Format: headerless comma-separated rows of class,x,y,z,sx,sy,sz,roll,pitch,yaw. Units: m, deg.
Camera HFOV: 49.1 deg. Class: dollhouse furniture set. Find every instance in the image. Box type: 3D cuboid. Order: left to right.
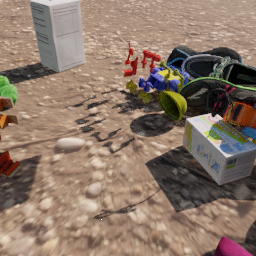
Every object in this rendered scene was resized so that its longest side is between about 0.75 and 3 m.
dollhouse furniture set,-2.784,0.256,5.720,0.781,1.500,1.517,8,35,17

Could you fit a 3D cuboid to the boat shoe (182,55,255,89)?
boat shoe,3.066,-1.761,8.988,2.803,1.035,0.957,22,9,17

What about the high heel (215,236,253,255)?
high heel,2.147,2.047,3.806,1.872,0.631,0.900,8,46,17

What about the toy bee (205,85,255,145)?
toy bee,2.743,-0.257,6.097,1.576,2.407,1.308,-45,6,3

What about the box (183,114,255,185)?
box,1.957,0.391,6.173,0.842,0.759,1.497,-13,36,-18

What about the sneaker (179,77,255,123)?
sneaker,2.627,-0.737,7.658,2.567,0.985,1.075,9,31,16

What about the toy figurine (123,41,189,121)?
toy figurine,1.328,-1.552,8.477,1.765,1.554,2.947,-14,37,-29

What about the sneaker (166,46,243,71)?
sneaker,2.689,-2.306,10.141,2.684,0.983,1.099,10,44,29

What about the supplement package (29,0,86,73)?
supplement package,-2.579,-3.536,10.517,1.298,2.370,1.348,29,44,36

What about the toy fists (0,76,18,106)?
toy fists,-3.933,-1.118,8.611,0.834,0.563,1.637,-30,45,-26
